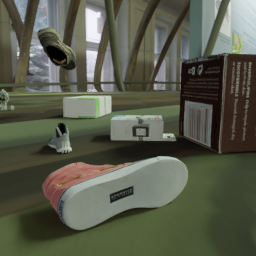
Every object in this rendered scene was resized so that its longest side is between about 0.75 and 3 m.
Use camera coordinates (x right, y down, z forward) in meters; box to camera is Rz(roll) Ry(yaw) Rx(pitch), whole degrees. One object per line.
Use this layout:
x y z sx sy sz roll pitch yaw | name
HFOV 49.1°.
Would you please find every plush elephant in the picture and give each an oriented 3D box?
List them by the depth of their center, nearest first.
-6.504 -1.423 14.218 1.411 1.093 1.162 -6 11 -32 | plush elephant

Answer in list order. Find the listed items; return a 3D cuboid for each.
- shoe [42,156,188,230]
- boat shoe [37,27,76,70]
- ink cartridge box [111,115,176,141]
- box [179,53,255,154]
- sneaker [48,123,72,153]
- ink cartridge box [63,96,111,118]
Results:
-0.114 0.595 3.190 1.609 0.575 0.732 -10 16 -33 | shoe
-2.797 -2.893 11.172 0.943 0.928 2.531 -15 -20 12 | boat shoe
0.400 -0.017 7.162 1.607 0.536 0.931 0 9 3 | ink cartridge box
2.648 -0.618 6.450 2.371 1.947 1.967 -2 9 -14 | box
-1.429 0.158 5.928 0.375 0.577 0.999 -5 11 -31 | sneaker
-1.680 -0.936 11.996 1.426 0.824 1.961 3 9 15 | ink cartridge box
